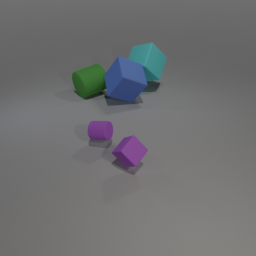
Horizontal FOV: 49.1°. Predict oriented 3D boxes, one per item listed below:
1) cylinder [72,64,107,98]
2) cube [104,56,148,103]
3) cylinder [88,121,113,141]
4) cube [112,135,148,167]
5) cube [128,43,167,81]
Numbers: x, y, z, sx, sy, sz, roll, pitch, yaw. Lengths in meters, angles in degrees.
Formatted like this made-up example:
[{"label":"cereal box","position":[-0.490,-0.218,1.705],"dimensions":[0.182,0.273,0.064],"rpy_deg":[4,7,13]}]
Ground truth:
[{"label":"cylinder","position":[-1.955,-2.446,14.490],"dimensions":[1.400,1.400,1.400],"rpy_deg":[-27,39,-27]},{"label":"cube","position":[-0.130,-2.289,13.361],"dimensions":[1.400,1.400,1.400],"rpy_deg":[12,51,-32]},{"label":"cylinder","position":[-0.991,0.091,10.154],"dimensions":[0.700,0.700,0.700],"rpy_deg":[2,28,23]},{"label":"cube","position":[0.055,0.746,8.871],"dimensions":[0.700,0.700,0.700],"rpy_deg":[-50,15,-25]},{"label":"cube","position":[0.946,-3.408,14.720],"dimensions":[1.400,1.400,1.400],"rpy_deg":[4,-20,44]}]
